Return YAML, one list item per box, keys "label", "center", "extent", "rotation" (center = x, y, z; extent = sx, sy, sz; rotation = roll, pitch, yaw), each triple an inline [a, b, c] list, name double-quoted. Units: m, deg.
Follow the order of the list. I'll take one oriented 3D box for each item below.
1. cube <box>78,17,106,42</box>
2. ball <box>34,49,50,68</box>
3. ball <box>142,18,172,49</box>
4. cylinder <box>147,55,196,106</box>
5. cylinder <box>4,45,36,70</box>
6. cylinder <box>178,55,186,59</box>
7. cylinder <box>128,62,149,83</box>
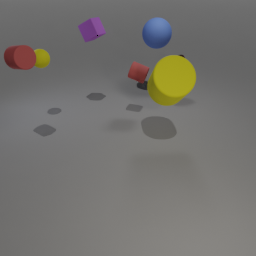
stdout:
- label: "cube"
  center: [-1.455, -3.984, 11.350]
  extent: [0.700, 0.700, 0.700]
  rotation: [-17, 15, 32]
- label: "ball"
  center: [-3.292, -2.610, 10.527]
  extent: [0.700, 0.700, 0.700]
  rotation: [0, 29, 0]
- label: "ball"
  center: [1.373, -4.489, 13.289]
  extent: [1.400, 1.400, 1.400]
  rotation: [0, 29, 0]
- label: "cylinder"
  center: [1.440, -1.569, 9.558]
  extent: [1.400, 1.400, 1.400]
  rotation: [-3, -7, -5]
- label: "cylinder"
  center: [-3.217, -2.101, 8.349]
  extent: [0.700, 0.700, 0.700]
  rotation: [13, 30, 42]
- label: "cylinder"
  center: [2.463, -2.941, 13.127]
  extent: [0.700, 0.700, 0.700]
  rotation: [-26, 39, 23]
- label: "cylinder"
  center: [0.434, -2.291, 11.569]
  extent: [0.700, 0.700, 0.700]
  rotation: [23, 32, 3]
